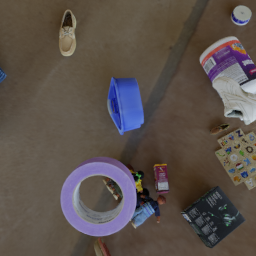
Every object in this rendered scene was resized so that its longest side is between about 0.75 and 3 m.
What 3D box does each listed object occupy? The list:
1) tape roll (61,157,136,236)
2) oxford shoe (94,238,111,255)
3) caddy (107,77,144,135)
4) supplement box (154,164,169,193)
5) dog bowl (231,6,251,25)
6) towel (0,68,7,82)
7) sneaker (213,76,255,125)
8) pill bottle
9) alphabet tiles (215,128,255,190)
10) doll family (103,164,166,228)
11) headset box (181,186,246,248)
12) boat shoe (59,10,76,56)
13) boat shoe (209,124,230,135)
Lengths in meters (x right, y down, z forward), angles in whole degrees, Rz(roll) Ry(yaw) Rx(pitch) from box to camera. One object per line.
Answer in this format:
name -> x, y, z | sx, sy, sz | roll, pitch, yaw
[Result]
tape roll -> -0.579, 1.380, 5.795 | 1.501, 0.638, 1.501 | 0, 94, 0
oxford shoe -> -0.816, 4.761, 8.877 | 0.887, 0.836, 2.372 | -17, 74, -2
caddy -> -0.184, -0.835, 10.191 | 1.120, 1.509, 2.134 | -9, 79, -8
supplement box -> 1.182, 1.797, 9.921 | 0.416, 0.537, 0.972 | -4, 73, -1
dog bowl -> 4.874, -4.853, 12.064 | 0.783, 0.308, 0.783 | 0, 73, 0
towel -> -6.356, -2.648, 11.187 | 1.654, 0.719, 2.962 | -39, 78, -10
sneaker -> 3.234, -0.863, 8.728 | 0.992, 0.778, 1.996 | -44, 48, 5
pill bottle -> 4.036, -1.810, 10.462 | 1.589, 1.589, 2.853 | -23, 75, -7
alphabet tiles -> 4.316, 1.112, 10.380 | 1.743, 0.066, 2.094 | -27, 75, -8
doll family -> 0.268, 2.214, 9.653 | 1.403, 0.952, 2.427 | -32, 81, -13
headset box -> 2.889, 2.943, 9.462 | 1.606, 0.745, 1.398 | -35, 76, -10
boat shoe -> -2.545, -3.946, 11.613 | 0.703, 0.636, 1.972 | -2, 73, 0
boat shoe -> 3.468, 0.009, 10.605 | 0.795, 0.270, 0.286 | -24, 75, -7
